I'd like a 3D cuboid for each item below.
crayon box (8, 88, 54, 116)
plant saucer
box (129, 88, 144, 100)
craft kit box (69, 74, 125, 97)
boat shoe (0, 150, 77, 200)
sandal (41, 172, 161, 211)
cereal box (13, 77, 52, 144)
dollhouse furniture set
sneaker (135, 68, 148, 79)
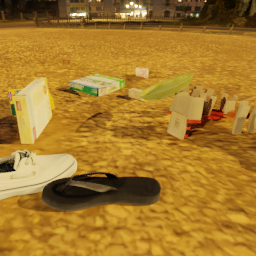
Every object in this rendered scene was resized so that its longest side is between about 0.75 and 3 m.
[{"bbox_3d":[-4.373,-1.263,12.550,1.737,0.587,2.013,-9,27,-22],"label":"crayon box"},{"bbox_3d":[1.415,-1.455,10.304,2.098,0.326,2.098,-21,14,6],"label":"plant saucer"},{"bbox_3d":[0.461,-1.642,13.576,0.850,0.404,0.330,18,31,35],"label":"box"},{"bbox_3d":[-1.635,-2.331,14.954,2.133,0.518,2.107,19,34,34],"label":"craft kit box"},{"bbox_3d":[-2.701,1.083,7.139,2.973,0.993,1.093,-18,31,-32],"label":"boat shoe"},{"bbox_3d":[-0.646,1.402,6.906,2.889,0.619,1.098,-3,26,-6],"label":"sandal"},{"bbox_3d":[-3.346,-0.702,10.085,0.467,1.700,2.363,1,25,2],"label":"cereal box"},{"bbox_3d":[2.889,-0.522,10.532,2.909,1.515,2.941,-4,23,-35],"label":"dollhouse furniture set"},{"bbox_3d":[0.815,-3.302,16.865,0.788,0.568,1.508,2,19,-3],"label":"sneaker"}]
